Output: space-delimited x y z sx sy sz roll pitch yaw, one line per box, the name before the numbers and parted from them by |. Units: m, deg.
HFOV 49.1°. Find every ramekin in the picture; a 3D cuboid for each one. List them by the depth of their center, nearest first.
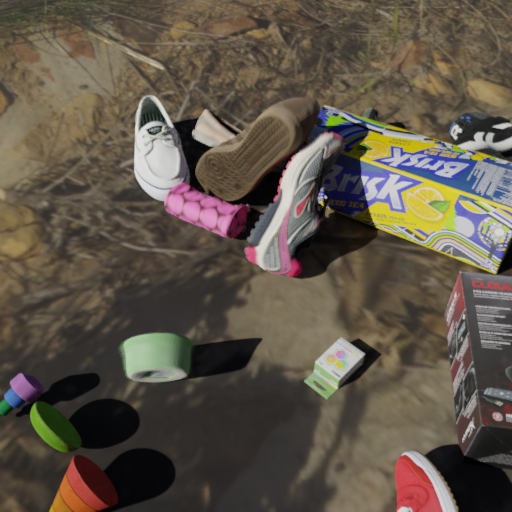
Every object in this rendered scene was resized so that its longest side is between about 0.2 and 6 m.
ramekin | -1.512 1.602 8.666 1.057 1.057 0.516 -4 65 -4

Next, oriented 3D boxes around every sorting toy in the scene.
sorting toy | -2.983 2.772 7.835 0.884 0.890 2.566 -45 58 -8

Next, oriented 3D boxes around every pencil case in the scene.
pencil case | -1.015 -0.972 11.515 1.742 0.791 0.816 24 69 24

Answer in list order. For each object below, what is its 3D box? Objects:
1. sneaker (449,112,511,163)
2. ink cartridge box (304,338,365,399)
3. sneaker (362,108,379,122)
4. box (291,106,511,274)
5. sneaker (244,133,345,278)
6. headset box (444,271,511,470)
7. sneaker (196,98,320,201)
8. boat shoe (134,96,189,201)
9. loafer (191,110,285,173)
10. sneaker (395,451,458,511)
sneaker | 4.826 -2.523 12.976 3.045 1.113 1.703 -16 43 -27
ink cartridge box | 1.263 1.794 9.016 0.495 0.283 0.954 34 54 30
sneaker | 2.938 -2.738 13.337 1.160 0.774 2.025 10 48 7
box | 2.999 -1.466 11.380 4.612 1.616 1.483 25 49 23
sneaker | 0.938 -0.961 10.629 1.076 1.162 2.883 29 94 19
headset box | 4.264 1.607 8.545 2.335 1.212 3.137 7 46 7
sneaker | 0.059 -2.104 11.385 1.275 3.374 1.189 -39 101 -36
boat shoe | -2.349 -2.569 12.904 1.187 1.078 3.228 -14 46 -14
loafer | -0.380 -2.676 12.975 2.426 0.763 0.872 25 14 18
sneaker | 1.741 3.638 6.678 1.453 0.920 2.583 -3 46 -8
